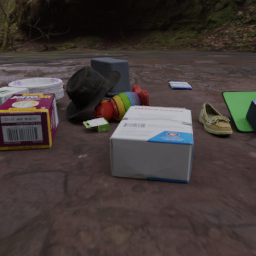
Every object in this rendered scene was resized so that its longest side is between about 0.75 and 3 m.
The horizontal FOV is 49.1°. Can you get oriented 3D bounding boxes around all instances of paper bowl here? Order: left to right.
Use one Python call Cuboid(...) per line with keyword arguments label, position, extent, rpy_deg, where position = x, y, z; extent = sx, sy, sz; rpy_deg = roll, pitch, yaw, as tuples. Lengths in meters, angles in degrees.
Cuboid(label="paper bowl", position=(-4.108, -1.512, 12.680), extent=(2.332, 1.213, 2.332), rpy_deg=(0, 19, 0))

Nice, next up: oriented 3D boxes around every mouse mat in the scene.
Cuboid(label="mouse mat", position=(5.059, -0.670, 10.486), extent=(2.692, 0.101, 2.166), rpy_deg=(-2, 48, -3))

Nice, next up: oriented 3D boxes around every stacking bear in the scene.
Cuboid(label="stacking bear", position=(-0.333, -0.822, 10.920), extent=(2.042, 1.161, 1.240), rpy_deg=(-16, 29, -18))

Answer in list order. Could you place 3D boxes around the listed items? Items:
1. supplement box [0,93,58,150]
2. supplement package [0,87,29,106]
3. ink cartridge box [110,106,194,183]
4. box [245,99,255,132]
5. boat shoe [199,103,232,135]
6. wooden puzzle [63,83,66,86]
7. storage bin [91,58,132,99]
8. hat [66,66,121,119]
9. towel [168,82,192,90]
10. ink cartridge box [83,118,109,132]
Cuboid(label="supplement box", position=(-3.210, -0.297, 9.200), extent=(1.563, 1.232, 2.387), rpy_deg=(-3, 20, -8))
Cuboid(label="supplement package", position=(-4.776, -0.868, 10.910), extent=(1.181, 1.173, 1.557), rpy_deg=(6, 20, 16))
Cuboid(label="ink cartridge box", position=(0.745, 0.294, 7.657), extent=(1.917, 1.124, 2.619), rpy_deg=(4, 20, 10))
Cuboid(label="box", position=(5.032, -0.363, 9.536), extent=(1.511, 0.809, 1.122), rpy_deg=(-2, 41, -4))
Cuboid(label="boat shoe", position=(3.132, -0.326, 10.115), extent=(0.786, 0.678, 2.154), rpy_deg=(0, 19, -1))
Cuboid(label="wooden puzzle", position=(-4.838, -2.379, 16.644), extent=(2.516, 0.294, 1.697), rpy_deg=(-11, 18, -30))
Cuboid(label="storage bin", position=(-1.143, -2.791, 15.330), extent=(2.068, 1.909, 2.842), rpy_deg=(-13, 22, -32))
Cuboid(label="hat", position=(-1.686, -1.695, 11.047), extent=(2.797, 1.128, 2.797), rpy_deg=(-31, 27, 17))
Cuboid(label="towel", position=(3.239, -2.619, 17.410), extent=(1.238, 0.201, 1.686), rpy_deg=(2, 21, -2))
Cuboid(label="ink cartridge box", position=(-1.135, -0.076, 9.938), extent=(0.781, 0.296, 0.577), rpy_deg=(-13, 28, -20))
